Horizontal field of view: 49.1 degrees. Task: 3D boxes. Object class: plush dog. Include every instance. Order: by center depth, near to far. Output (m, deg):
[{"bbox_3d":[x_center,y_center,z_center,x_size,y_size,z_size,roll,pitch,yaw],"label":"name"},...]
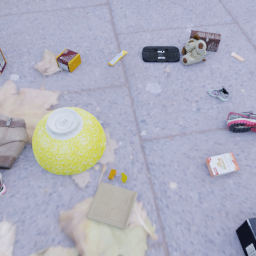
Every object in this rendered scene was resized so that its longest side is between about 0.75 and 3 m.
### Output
[{"bbox_3d":[3.280,-3.871,13.779,1.157,1.442,1.239,2,56,-41],"label":"plush dog"}]

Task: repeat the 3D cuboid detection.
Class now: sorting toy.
[{"bbox_3d":[-0.434,2.388,9.680,1.437,0.258,1.929,12,54,14],"label":"sorting toy"}]

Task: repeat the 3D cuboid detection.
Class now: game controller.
[{"bbox_3d":[1.661,-3.712,14.110,1.913,0.403,0.998,0,68,1],"label":"game controller"}]

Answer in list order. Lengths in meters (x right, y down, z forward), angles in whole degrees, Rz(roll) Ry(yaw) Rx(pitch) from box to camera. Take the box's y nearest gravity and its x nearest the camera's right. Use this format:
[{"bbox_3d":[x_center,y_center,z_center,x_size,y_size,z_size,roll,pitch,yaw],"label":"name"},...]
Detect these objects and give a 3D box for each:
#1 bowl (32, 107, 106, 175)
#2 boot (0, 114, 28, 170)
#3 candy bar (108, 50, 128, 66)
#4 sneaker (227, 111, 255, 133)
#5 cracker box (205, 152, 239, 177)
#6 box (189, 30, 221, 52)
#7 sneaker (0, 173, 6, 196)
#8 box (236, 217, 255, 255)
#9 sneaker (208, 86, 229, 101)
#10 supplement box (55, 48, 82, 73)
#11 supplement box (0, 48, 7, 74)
[{"bbox_3d":[-2.281,0.158,10.494,2.861,1.540,2.861,0,53,0],"label":"bowl"},{"bbox_3d":[-5.303,0.427,10.484,2.893,1.016,2.115,8,63,-13],"label":"boot"},{"bbox_3d":[-0.517,-3.497,14.031,0.331,0.147,1.326,30,59,21],"label":"candy bar"},{"bbox_3d":[5.101,-0.303,11.254,2.128,0.858,0.794,4,52,4],"label":"sneaker"},{"bbox_3d":[3.465,1.350,10.313,1.024,0.295,0.686,-12,65,-9],"label":"cracker box"},{"bbox_3d":[3.908,-4.466,14.352,1.531,0.767,0.574,12,54,9],"label":"box"},{"bbox_3d":[-4.741,1.771,9.918,0.512,0.550,1.274,-36,61,-25],"label":"sneaker"},{"bbox_3d":[4.623,3.635,8.127,2.071,1.216,2.036,-8,54,-6],"label":"box"},{"bbox_3d":[4.023,-1.639,12.346,0.942,0.659,0.366,29,59,19],"label":"sneaker"},{"bbox_3d":[-2.881,-3.284,13.604,0.868,0.576,0.856,25,58,17],"label":"supplement box"},{"bbox_3d":[-7.071,-3.298,13.238,2.124,1.172,0.910,3,54,2],"label":"supplement box"}]
